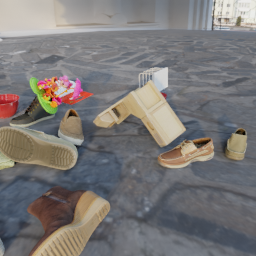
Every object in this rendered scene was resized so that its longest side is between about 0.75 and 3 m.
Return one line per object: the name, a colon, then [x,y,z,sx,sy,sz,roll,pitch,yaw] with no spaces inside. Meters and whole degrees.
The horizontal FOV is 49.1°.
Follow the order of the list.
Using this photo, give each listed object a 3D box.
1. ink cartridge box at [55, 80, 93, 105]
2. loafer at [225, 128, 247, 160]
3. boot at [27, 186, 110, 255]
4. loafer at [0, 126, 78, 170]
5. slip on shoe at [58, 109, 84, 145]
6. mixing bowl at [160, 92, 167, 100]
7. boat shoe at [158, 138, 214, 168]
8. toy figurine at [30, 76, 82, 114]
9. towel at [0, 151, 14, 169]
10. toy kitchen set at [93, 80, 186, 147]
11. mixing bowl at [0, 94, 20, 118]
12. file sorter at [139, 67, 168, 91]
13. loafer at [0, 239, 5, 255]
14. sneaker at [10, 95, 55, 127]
ink cartridge box: [-3.364,-2.021,15.270,2.335,0.666,1.898,11,29,30]
loafer: [3.831,0.528,9.893,0.679,0.602,1.787,10,27,19]
boot: [-1.745,2.207,6.474,1.932,0.840,2.322,3,24,36]
loafer: [-2.925,0.654,9.174,2.828,1.070,0.966,18,6,7]
slip on shoe: [-2.107,-0.082,10.652,0.919,0.732,2.416,18,13,-17]
mixing bowl: [1.518,-1.460,14.223,0.907,0.491,0.907,1,26,0]
boat shoe: [1.923,0.738,9.269,2.102,0.755,0.796,-12,28,-23]
toy figurine: [-2.760,-1.633,11.441,1.669,1.814,1.362,-20,45,14]
towel: [-4.805,0.978,9.206,2.111,0.385,1.566,-9,26,-18]
toy kitchen set: [0.247,-0.033,10.842,2.098,2.320,2.571,-35,0,-24]
mixing bowl: [-5.668,-0.941,12.756,1.495,0.810,1.495,1,25,0]
file sorter: [1.509,-2.821,16.348,1.050,1.170,1.686,12,28,31]
loafer: [-3.415,2.247,6.193,1.907,0.665,0.667,16,30,30]
sneaker: [-4.183,-0.799,12.116,0.771,1.095,2.061,21,33,38]
